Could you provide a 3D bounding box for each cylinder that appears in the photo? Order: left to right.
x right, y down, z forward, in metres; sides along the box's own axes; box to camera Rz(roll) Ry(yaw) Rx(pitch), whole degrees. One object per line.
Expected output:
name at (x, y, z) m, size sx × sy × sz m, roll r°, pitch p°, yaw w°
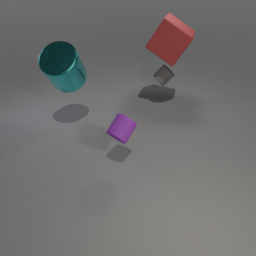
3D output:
cylinder at (-2.352, -2.204, 10.284) m, size 1.400 × 1.400 × 1.400 m, roll -2°, pitch 72°, yaw 6°
cylinder at (-0.192, 0.020, 8.592) m, size 0.700 × 0.700 × 0.700 m, roll 25°, pitch 78°, yaw 35°
cylinder at (1.617, -2.379, 12.652) m, size 0.700 × 0.700 × 0.700 m, roll 40°, pitch 21°, yaw -18°

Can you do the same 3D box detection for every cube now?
cube at (1.789, -3.707, 11.706) m, size 1.400 × 1.400 × 1.400 m, roll 35°, pitch 33°, yaw -4°
